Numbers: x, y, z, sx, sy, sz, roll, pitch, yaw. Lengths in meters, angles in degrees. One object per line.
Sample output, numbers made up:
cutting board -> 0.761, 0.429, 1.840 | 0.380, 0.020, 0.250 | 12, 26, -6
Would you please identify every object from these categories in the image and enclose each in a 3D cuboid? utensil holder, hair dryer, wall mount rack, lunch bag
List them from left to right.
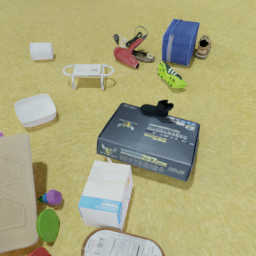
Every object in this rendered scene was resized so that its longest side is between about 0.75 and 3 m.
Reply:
utensil holder -> -3.828, -3.416, 12.452 | 0.885, 0.752, 0.752 | -5, 46, -8
wall mount rack -> -1.561, -2.291, 11.433 | 2.008, 0.749, 1.744 | 1, 50, 1
hair dryer -> 0.119, -3.551, 12.323 | 1.633, 0.583, 2.144 | -13, 69, 16
lunch bag -> 2.242, -3.883, 12.395 | 1.403, 1.440, 2.120 | 15, 48, 14

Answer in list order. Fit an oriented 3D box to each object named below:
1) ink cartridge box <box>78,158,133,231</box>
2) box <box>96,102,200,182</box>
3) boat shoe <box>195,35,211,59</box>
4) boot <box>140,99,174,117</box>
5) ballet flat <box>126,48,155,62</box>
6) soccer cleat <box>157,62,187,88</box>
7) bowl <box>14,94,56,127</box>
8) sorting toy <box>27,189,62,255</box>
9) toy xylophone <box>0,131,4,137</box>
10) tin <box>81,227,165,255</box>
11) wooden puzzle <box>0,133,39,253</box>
ink cartridge box -> -0.496, 1.670, 7.334 | 1.012, 1.039, 1.616 | 7, 48, 12
box -> 0.700, 0.304, 8.540 | 2.754, 0.703, 2.172 | 16, 38, 11
boat shoe -> 3.551, -3.877, 12.948 | 0.656, 0.640, 1.734 | 11, 47, 11
boot -> 0.877, -0.656, 8.581 | 0.944, 0.793, 0.360 | 14, 69, 0
ballet flat -> 0.442, -3.315, 12.590 | 1.597, 0.370, 0.538 | 17, 52, 16
soccer cleat -> 1.752, -2.125, 11.412 | 0.709, 0.591, 1.751 | 5, 37, -29
bowl -> -3.234, -0.569, 9.904 | 1.293, 0.483, 1.291 | -21, 50, -18
sorting toy -> -2.255, 2.579, 6.901 | 0.779, 0.784, 2.261 | -14, 45, 19
toy xylophone -> -5.121, 0.661, 7.901 | 2.963, 2.169, 0.744 | -11, 90, -18
tin -> -0.113, 3.036, 6.541 | 2.046, 0.428, 1.146 | 11, 52, 10
wooden puzzle -> -3.741, 1.737, 7.176 | 2.741, 0.685, 2.960 | -10, 68, -6
